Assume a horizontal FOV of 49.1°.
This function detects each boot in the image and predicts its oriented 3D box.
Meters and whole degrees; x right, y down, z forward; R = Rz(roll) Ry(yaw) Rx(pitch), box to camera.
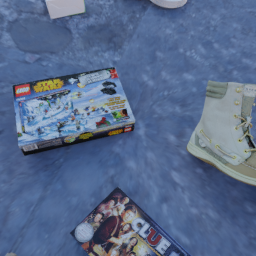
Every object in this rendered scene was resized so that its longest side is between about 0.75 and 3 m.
[{"bbox_3d":[2.331,0.031,5.622,0.849,1.823,2.357,4,15,-38],"label":"boot"}]

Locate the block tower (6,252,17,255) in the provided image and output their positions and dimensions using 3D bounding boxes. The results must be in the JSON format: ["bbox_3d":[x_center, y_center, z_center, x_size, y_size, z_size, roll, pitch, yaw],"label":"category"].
[{"bbox_3d":[-1.511,3.046,4.920,2.140,0.619,0.578,28,63,17],"label":"block tower"}]

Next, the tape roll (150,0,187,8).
[{"bbox_3d":[1.349,-4.755,9.690,1.556,0.284,1.556,4,60,-6],"label":"tape roll"}]

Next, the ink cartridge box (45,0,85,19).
[{"bbox_3d":[-2.281,-4.744,9.545,1.220,0.701,2.084,-15,60,-9],"label":"ink cartridge box"}]

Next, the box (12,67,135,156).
[{"bbox_3d":[-1.376,-0.501,6.995,2.708,0.540,1.854,-12,59,-11],"label":"box"}]

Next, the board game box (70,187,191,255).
[{"bbox_3d":[0.036,2.313,5.500,2.004,0.347,1.358,39,66,21],"label":"board game box"}]
